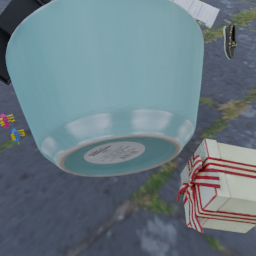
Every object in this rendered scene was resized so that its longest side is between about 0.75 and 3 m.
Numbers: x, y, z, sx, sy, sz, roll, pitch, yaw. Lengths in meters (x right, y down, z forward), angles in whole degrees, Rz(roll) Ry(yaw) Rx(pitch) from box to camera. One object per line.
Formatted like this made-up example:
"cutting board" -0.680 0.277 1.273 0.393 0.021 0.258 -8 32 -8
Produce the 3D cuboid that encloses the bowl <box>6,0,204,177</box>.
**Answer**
"bowl" -0.155 -0.212 3.361 2.434 2.434 1.273 -6 66 -7

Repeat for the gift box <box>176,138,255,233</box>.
"gift box" 1.123 0.733 3.317 0.899 0.889 0.963 11 41 -8

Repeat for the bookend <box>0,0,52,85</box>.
"bookend" -2.330 -1.823 5.843 1.906 0.883 1.918 -54 25 -2

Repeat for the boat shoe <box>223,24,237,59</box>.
"boat shoe" 2.447 -2.045 6.654 0.282 0.792 0.239 -12 6 -41

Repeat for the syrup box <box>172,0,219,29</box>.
"syrup box" 1.124 -2.058 4.876 0.841 0.342 0.331 25 23 3

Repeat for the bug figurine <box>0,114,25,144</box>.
"bug figurine" -2.346 0.104 5.087 0.224 0.675 0.870 10 26 39
